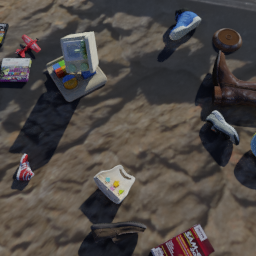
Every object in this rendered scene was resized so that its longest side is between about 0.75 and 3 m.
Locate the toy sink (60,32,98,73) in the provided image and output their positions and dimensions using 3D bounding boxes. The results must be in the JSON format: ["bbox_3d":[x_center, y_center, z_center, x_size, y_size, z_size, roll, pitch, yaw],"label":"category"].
[{"bbox_3d":[-1.945,-3.021,11.271,1.179,1.372,2.105,-7,24,2],"label":"toy sink"}]

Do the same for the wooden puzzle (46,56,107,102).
[{"bbox_3d":[-2.334,-2.508,12.492,2.058,0.515,2.222,-30,69,-13],"label":"wooden puzzle"}]

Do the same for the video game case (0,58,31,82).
[{"bbox_3d":[-5.108,-2.636,12.695,1.268,0.227,1.149,0,67,1],"label":"video game case"}]

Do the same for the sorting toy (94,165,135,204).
[{"bbox_3d":[-0.399,2.015,10.436,1.319,0.704,1.187,41,64,17],"label":"sorting toy"}]

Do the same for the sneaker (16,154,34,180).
[{"bbox_3d":[-3.868,1.521,10.770,0.573,0.363,1.018,6,73,7],"label":"sneaker"}]

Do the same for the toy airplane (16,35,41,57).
[{"bbox_3d":[-4.727,-3.814,13.226,1.321,0.243,1.321,0,66,0],"label":"toy airplane"}]

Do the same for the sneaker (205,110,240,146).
[{"bbox_3d":[3.831,0.084,11.336,0.672,0.627,1.696,-35,64,-4],"label":"sneaker"}]

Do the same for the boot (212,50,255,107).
[{"bbox_3d":[5.098,-2.040,12.065,2.770,0.890,2.582,5,79,6],"label":"boot"}]

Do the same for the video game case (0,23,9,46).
[{"bbox_3d":[-6.648,-4.590,13.609,1.412,0.180,1.276,4,66,1],"label":"video game case"}]

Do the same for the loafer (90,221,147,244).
[{"bbox_3d":[-0.314,3.631,9.720,1.945,0.710,0.690,-5,75,5],"label":"loafer"}]

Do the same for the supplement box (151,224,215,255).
[{"bbox_3d":[1.837,4.154,9.479,1.870,0.569,1.018,-25,68,-12],"label":"supplement box"}]

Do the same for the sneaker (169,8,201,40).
[{"bbox_3d":[2.476,-5.070,13.478,2.003,0.769,1.114,-37,77,-19],"label":"sneaker"}]

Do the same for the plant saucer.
[{"bbox_3d":[4.798,-4.287,13.435,1.420,0.260,1.420,0,66,1],"label":"plant saucer"}]

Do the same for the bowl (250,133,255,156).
[{"bbox_3d":[5.473,0.559,10.931,1.299,1.299,0.699,29,27,12],"label":"bowl"}]
